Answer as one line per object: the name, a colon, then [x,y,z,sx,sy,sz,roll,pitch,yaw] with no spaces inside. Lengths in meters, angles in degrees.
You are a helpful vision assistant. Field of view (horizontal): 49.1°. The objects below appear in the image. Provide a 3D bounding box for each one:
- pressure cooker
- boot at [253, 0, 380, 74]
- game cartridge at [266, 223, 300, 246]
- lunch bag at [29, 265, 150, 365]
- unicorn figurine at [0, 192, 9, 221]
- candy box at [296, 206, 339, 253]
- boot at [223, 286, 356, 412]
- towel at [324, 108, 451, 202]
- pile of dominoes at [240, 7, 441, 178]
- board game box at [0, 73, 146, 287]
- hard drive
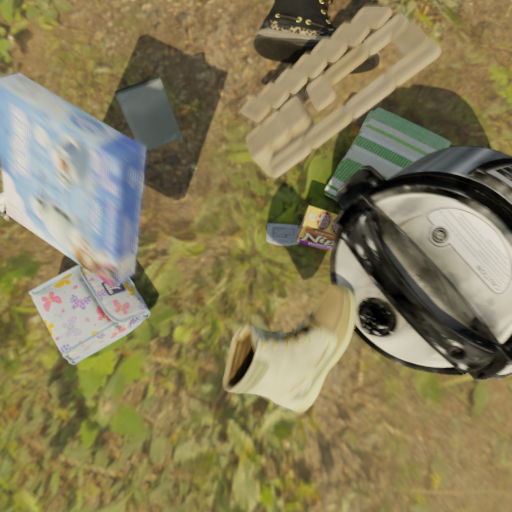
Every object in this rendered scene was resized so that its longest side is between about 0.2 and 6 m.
pressure cooker: [2.844,0.088,8.494,3.057,3.104,3.475,12,26,31]
boot: [1.597,-5.610,13.353,2.975,1.089,2.240,10,71,10]
game cartridge: [0.571,-0.449,11.938,0.701,0.142,0.467,5,67,1]
lunch bag: [-3.200,0.961,10.908,1.797,1.142,1.524,-28,74,-18]
unicorn figurine: [-5.291,-1.241,12.040,1.227,0.453,0.842,-24,63,-3]
candy box: [1.748,-0.392,11.388,1.723,1.005,0.486,17,72,1]
boot: [0.480,1.139,7.740,0.698,1.498,1.937,27,91,54]
towel: [2.893,-1.965,12.419,1.952,0.299,2.559,29,71,10]
pile of dominoes: [1.234,-2.682,9.273,3.233,0.515,2.520,-35,40,18]
board game box: [-2.868,-1.088,8.535,2.471,2.483,0.539,32,44,17]
hard drive: [-2.010,-2.650,10.585,0.865,1.239,0.204,-19,38,-1]
